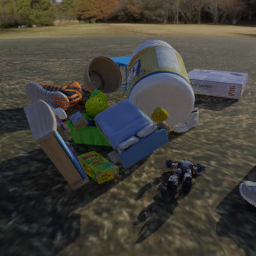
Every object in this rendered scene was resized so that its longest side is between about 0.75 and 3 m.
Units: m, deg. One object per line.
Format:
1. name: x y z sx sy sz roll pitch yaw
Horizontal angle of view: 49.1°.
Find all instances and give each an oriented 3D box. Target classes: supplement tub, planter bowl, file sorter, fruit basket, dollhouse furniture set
1. supplement tub: 0.938 -1.477 8.995 1.935 1.935 2.675 -1 42 -2
2. planter bowl: -1.323 -2.251 12.872 1.793 1.793 1.207 -18 1 -36
3. file sorter: 0.193 -2.566 13.613 1.678 1.484 2.419 -16 27 -33
4. fruit basket: -0.941 -0.325 8.257 1.580 1.580 1.139 4 23 9
5. dollhouse furniture set: -0.737 -0.377 6.401 2.601 1.698 2.456 -30 44 -9

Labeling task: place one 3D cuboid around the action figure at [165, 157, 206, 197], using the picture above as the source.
1. action figure: 1.275 0.996 6.370 0.941 0.502 1.446 -2 17 18

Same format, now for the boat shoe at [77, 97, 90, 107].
1. boat shoe: -1.533 -0.992 11.300 1.123 0.425 0.415 1 27 25

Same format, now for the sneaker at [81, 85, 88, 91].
1. sneaker: -1.973 -2.071 13.733 1.143 0.469 0.401 9 24 20

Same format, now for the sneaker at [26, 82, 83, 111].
1. sneaker: -2.885 -1.401 11.406 2.599 1.008 1.456 21 35 29

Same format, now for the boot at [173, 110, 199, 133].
1. boot: 1.929 -0.264 9.261 0.439 0.571 1.194 20 30 40

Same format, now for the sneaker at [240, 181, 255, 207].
1. sneaker: 3.166 1.232 5.411 1.864 0.764 0.697 8 24 18

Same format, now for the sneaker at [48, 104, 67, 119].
1. sneaker: -2.726 -0.475 10.125 1.215 0.455 0.605 16 47 32

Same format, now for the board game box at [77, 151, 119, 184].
1. board game box: -0.769 0.927 6.807 0.550 0.258 1.083 -17 28 -35

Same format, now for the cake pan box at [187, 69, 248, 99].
1. cake pan box: 4.222 -2.276 13.863 2.999 0.784 2.762 10 22 23
